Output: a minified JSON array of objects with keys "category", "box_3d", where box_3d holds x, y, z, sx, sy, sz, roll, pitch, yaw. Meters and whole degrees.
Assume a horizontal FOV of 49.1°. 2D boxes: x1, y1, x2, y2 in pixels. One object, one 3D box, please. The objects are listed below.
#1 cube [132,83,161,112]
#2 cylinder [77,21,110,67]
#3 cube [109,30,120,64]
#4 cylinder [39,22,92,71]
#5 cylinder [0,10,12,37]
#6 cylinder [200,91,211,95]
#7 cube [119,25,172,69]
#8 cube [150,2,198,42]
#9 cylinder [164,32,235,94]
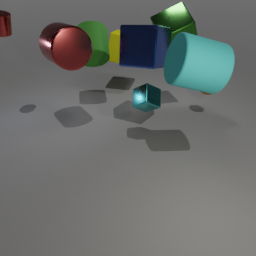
[{"category":"cube","box_3d":[0.641,-1.020,9.578,0.700,0.700,0.700,16,-21,-38]},{"category":"cylinder","box_3d":[-1.520,-3.528,11.861,1.400,1.400,1.400,-4,74,-7]},{"category":"cube","box_3d":[-0.174,-4.102,14.320,1.400,1.400,1.400,16,27,6]},{"category":"cylinder","box_3d":[-2.110,-2.761,9.421,1.400,1.400,1.400,-17,30,-27]},{"category":"cylinder","box_3d":[-4.340,-3.552,9.519,0.700,0.700,0.700,7,36,-5]},{"category":"cylinder","box_3d":[3.457,-1.902,11.989,0.700,0.700,0.700,2,52,-3]},{"category":"cube","box_3d":[0.629,-2.900,10.023,1.400,1.400,1.400,11,18,27]},{"category":"cube","box_3d":[1.894,-3.832,11.255,1.400,1.400,1.400,-23,56,9]},{"category":"cylinder","box_3d":[1.895,-1.750,7.663,1.400,1.400,1.400,9,27,-17]}]
